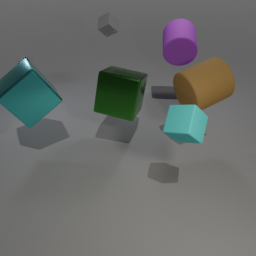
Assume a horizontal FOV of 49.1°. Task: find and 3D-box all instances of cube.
[{"bbox_3d":[-0.228,-1.228,9.625,1.400,1.400,1.400,14,22,9],"label":"cube"},{"bbox_3d":[-0.924,-4.845,13.147,0.700,0.700,0.700,-11,-23,34],"label":"cube"},{"bbox_3d":[1.355,-0.089,6.573,0.700,0.700,0.700,3,71,42],"label":"cube"},{"bbox_3d":[-3.213,-1.139,9.006,1.400,1.400,1.400,-41,38,-2],"label":"cube"}]

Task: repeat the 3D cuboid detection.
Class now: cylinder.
[{"bbox_3d":[2.167,-3.591,11.769,1.400,1.400,1.400,3,52,4],"label":"cylinder"},{"bbox_3d":[2.391,-1.359,8.939,1.400,1.400,1.400,-25,37,-12],"label":"cylinder"}]
